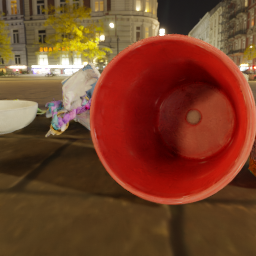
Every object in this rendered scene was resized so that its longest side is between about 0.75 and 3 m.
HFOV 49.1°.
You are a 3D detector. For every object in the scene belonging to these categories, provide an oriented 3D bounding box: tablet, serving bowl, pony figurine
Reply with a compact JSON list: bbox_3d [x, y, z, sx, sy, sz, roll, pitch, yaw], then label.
[{"bbox_3d":[-1.568,-1.420,10.721,0.176,1.677,2.577,-42,16,-33],"label":"tablet"},{"bbox_3d":[-4.363,-0.328,9.207,2.739,0.901,2.739,0,13,0],"label":"serving bowl"},{"bbox_3d":[-1.752,-0.670,9.428,2.381,2.054,2.467,-34,21,-4],"label":"pony figurine"}]

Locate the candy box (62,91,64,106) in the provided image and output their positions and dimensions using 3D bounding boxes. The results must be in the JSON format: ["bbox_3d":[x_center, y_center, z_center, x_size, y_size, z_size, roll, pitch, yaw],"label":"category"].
[{"bbox_3d":[-1.870,-1.539,14.644,2.489,0.959,2.104,-7,13,-33],"label":"candy box"}]

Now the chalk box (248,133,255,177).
[{"bbox_3d":[3.274,0.475,5.135,1.699,1.061,1.053,0,12,4],"label":"chalk box"}]

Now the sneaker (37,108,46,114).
[{"bbox_3d":[-4.109,-0.805,12.670,0.830,0.368,0.319,-6,14,-27],"label":"sneaker"}]

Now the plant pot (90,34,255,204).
[{"bbox_3d":[0.995,-0.163,5.206,2.628,2.628,2.325,6,4,27],"label":"plant pot"}]

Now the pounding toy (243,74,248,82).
[{"bbox_3d":[2.427,-0.468,7.573,1.700,2.202,2.392,9,7,38],"label":"pounding toy"}]
